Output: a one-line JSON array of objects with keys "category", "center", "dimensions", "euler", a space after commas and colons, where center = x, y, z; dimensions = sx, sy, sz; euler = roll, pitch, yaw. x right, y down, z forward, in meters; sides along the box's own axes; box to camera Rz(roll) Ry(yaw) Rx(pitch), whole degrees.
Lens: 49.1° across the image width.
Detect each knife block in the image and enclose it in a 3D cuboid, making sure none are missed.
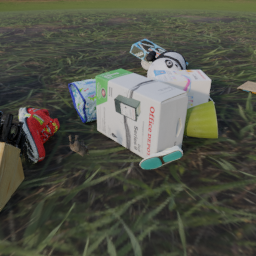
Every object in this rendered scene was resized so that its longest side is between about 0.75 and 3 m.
[{"category": "knife block", "center": [-3.117, 0.697, 6.461], "dimensions": [0.716, 1.965, 2.239], "euler": [3, 29, 8]}]

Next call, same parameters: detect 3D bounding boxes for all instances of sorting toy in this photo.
[{"category": "sorting toy", "center": [5.876, -1.847, 12.967], "dimensions": [1.249, 0.228, 1.156], "euler": [19, 34, 39]}]

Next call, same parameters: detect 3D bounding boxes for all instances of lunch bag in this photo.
[{"category": "lunch bag", "center": [-1.178, -1.268, 10.715], "dimensions": [1.790, 1.341, 2.105], "euler": [-13, 41, -21]}]

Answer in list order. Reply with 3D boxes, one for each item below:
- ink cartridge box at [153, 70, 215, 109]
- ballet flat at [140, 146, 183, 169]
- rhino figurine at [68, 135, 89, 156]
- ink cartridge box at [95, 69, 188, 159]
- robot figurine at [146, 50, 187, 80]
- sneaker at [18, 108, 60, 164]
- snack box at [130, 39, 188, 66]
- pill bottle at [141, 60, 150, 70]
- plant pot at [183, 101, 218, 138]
[{"category": "ink cartridge box", "center": [2.145, -1.413, 10.898], "dimensions": [2.216, 1.388, 1.424], "euler": [-2, 29, -3]}, {"category": "ballet flat", "center": [0.846, 0.748, 7.169], "dimensions": [1.139, 0.396, 0.396], "euler": [-21, 26, 14]}, {"category": "rhino figurine", "center": [-1.190, 0.492, 7.000], "dimensions": [0.264, 0.883, 0.386], "euler": [-17, 63, 12]}, {"category": "ink cartridge box", "center": [0.290, -0.443, 8.483], "dimensions": [1.154, 2.004, 2.746], "euler": [-22, 36, -37]}, {"category": "robot figurine", "center": [1.852, -2.644, 12.885], "dimensions": [1.964, 1.631, 2.614], "euler": [8, 29, 17]}, {"category": "sneaker", "center": [-2.722, 0.022, 8.657], "dimensions": [1.234, 1.119, 2.906], "euler": [-6, 29, -20]}, {"category": "snack box", "center": [1.705, -3.785, 15.110], "dimensions": [2.856, 0.530, 1.659], "euler": [33, 38, 11]}, {"category": "pill bottle", "center": [1.354, -3.833, 16.026], "dimensions": [0.729, 0.729, 1.299], "euler": [15, 32, 25]}, {"category": "plant pot", "center": [2.040, -0.177, 8.581], "dimensions": [1.218, 1.140, 1.140], "euler": [-8, 27, 13]}]
